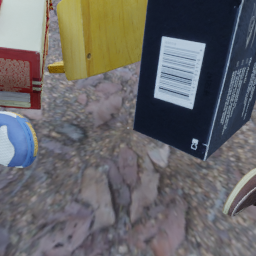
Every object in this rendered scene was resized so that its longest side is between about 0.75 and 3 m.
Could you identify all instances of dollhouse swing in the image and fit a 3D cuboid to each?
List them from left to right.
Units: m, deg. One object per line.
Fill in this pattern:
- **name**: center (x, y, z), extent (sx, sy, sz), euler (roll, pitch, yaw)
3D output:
- **dollhouse swing**: center (-0.725, -2.535, 7.118), extent (2.699, 2.453, 2.373), euler (-27, 41, -35)

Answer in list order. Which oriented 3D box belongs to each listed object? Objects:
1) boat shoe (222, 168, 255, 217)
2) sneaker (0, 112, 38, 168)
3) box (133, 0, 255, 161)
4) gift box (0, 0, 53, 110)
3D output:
- **boat shoe**: center (2.426, 1.071, 4.947), extent (1.764, 0.636, 0.635), euler (-27, 48, -25)
- **sneaker**: center (-2.554, 0.036, 4.567), extent (2.428, 0.914, 1.070), euler (22, 13, 28)
- **box**: center (1.687, -1.316, 5.739), extent (1.695, 2.839, 2.887), euler (23, 29, 32)
- **gift box**: center (-3.124, -2.037, 6.397), extent (2.577, 2.793, 2.608), euler (6, 64, -19)
